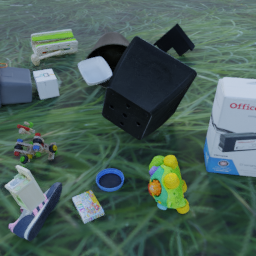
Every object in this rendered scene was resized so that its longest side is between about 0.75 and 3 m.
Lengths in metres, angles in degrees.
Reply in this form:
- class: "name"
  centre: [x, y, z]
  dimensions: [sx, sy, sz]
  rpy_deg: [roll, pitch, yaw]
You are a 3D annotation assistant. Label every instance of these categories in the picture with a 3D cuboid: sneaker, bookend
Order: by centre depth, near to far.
- class: "sneaker"
  centre: [-2.180, 1.864, 6.730]
  dimensions: [0.663, 0.568, 1.618]
  rpy_deg: [14, 36, 13]
- class: "bookend"
  centre: [2.543, -4.559, 15.445]
  dimensions: [1.607, 1.596, 0.740]
  rpy_deg: [47, 39, -11]

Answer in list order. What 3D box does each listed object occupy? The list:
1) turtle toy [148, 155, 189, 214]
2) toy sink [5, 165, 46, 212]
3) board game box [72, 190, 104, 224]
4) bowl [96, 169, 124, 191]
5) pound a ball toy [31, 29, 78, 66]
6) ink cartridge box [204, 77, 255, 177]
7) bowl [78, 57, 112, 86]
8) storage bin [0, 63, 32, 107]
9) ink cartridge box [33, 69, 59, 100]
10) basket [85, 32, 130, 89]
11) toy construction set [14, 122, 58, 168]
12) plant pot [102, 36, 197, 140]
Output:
- class: "turtle toy"
  centre: [0.953, 1.336, 7.103]
  dimensions: [0.860, 1.240, 1.702]
  rpy_deg: [-16, 32, 15]
- class: "toy sink"
  centre: [-2.240, 1.297, 5.979]
  dimensions: [0.544, 0.835, 0.468]
  rpy_deg: [10, 39, 41]
- class: "board game box"
  centre: [-1.000, 1.946, 6.984]
  dimensions: [0.531, 0.135, 0.789]
  rpy_deg: [-19, 39, -24]
- class: "bowl"
  centre: [-0.490, 1.431, 7.700]
  dimensions: [0.768, 0.151, 0.768]
  rpy_deg: [0, 35, 0]
- class: "pound a ball toy"
  centre: [-4.012, -4.163, 15.015]
  dimensions: [2.641, 1.122, 1.722]
  rpy_deg: [-18, 64, -23]
- class: "ink cartridge box"
  centre: [3.202, 0.042, 7.592]
  dimensions: [1.824, 2.523, 1.063]
  rpy_deg: [5, 36, 7]
- class: "bowl"
  centre: [-1.001, -1.684, 8.528]
  dimensions: [0.882, 0.330, 0.883]
  rpy_deg: [-23, 67, -20]
- class: "storage bin"
  centre: [-4.660, -1.844, 11.356]
  dimensions: [1.380, 1.495, 2.054]
  rpy_deg: [-3, 34, -22]
- class: "ink cartridge box"
  centre: [-3.432, -1.851, 11.746]
  dimensions: [0.804, 0.808, 1.101]
  rpy_deg: [-14, 39, -19]
- class: "basket"
  centre: [-0.643, -3.242, 12.810]
  dimensions: [2.631, 1.984, 2.917]
  rpy_deg: [4, 31, -10]
- class: "toy construction set"
  centre: [-2.746, 0.501, 8.480]
  dimensions: [1.130, 1.041, 1.354]
  rpy_deg: [-40, 54, 18]
- class: "plant pot"
  centre: [0.412, -1.036, 8.996]
  dimensions: [2.306, 2.312, 2.051]
  rpy_deg: [34, 58, 8]
